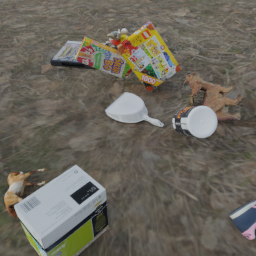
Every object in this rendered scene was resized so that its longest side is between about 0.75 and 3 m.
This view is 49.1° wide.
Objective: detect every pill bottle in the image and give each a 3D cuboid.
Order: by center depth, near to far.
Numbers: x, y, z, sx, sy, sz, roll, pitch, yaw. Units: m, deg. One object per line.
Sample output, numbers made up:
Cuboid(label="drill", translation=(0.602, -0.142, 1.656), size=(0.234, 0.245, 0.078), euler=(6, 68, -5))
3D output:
Cuboid(label="pill bottle", translation=(1.765, -0.171, 7.857), size=(0.850, 0.850, 1.599), euler=(-7, 3, -9))

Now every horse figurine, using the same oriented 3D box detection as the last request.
Cuboid(label="horse figurine", translation=(-2.610, 1.566, 6.890), size=(1.049, 0.395, 1.583), euler=(-7, 41, 0))

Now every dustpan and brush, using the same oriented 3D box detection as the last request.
Cuboid(label="dustpan and brush", translation=(0.362, -0.503, 9.528), size=(1.920, 0.549, 1.340), euler=(18, 48, 32))

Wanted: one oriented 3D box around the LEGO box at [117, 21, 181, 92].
Cuboid(label="LEGO box", translation=(0.766, -2.594, 10.259), size=(1.480, 1.988, 0.767), euler=(-34, 24, 13))

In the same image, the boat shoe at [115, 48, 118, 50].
Cuboid(label="boat shoe", translation=(-0.417, -3.784, 13.648), size=(1.208, 0.409, 0.433), euler=(-24, 44, -27))

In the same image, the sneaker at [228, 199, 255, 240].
Cuboid(label="sneaker", translation=(3.138, 1.953, 6.404), size=(1.756, 0.616, 0.720), euler=(-16, 63, -21))

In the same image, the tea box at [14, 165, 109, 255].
Cuboid(label="tea box", translation=(-1.259, 1.839, 5.705), size=(0.987, 1.453, 1.477), euler=(31, 48, 33))

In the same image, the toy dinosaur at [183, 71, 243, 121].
Cuboid(label="toy dinosaur", translation=(2.900, -0.876, 9.604), size=(1.615, 1.023, 2.382), euler=(-11, 52, -1))

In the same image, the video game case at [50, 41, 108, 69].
Cuboid(label="video game case", translation=(-2.255, -3.559, 13.450), size=(2.162, 0.305, 2.393), euler=(6, 39, 7))

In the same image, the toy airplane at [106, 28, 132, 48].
Cuboid(label="toy airplane", translation=(-0.334, -4.371, 13.793), size=(1.493, 1.058, 1.500), euler=(13, 12, -12))

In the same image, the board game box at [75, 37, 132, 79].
Cuboid(label="board game box", translation=(-0.802, -2.663, 10.941), size=(2.297, 1.097, 0.344), euler=(15, 55, -23))
